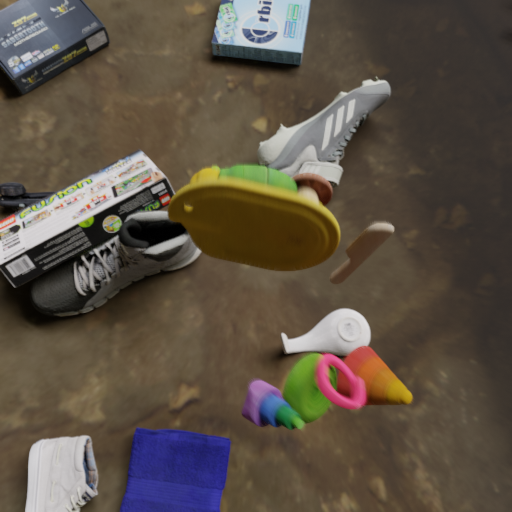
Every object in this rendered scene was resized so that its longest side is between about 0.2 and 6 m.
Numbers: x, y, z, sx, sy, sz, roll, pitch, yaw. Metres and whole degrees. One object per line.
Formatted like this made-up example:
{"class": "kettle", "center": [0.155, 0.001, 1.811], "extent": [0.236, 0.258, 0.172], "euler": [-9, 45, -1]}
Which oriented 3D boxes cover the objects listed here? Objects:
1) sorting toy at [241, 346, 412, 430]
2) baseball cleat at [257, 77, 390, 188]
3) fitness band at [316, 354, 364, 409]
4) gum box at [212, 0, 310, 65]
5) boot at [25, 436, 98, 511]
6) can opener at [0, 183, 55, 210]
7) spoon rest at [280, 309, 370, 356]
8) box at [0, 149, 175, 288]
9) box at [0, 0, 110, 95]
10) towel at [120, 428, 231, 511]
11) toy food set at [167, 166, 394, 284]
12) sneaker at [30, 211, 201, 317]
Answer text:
{"class": "sorting toy", "center": [1.012, 1.692, 6.679], "extent": [0.863, 2.507, 0.869], "euler": [17, 102, 45]}
{"class": "baseball cleat", "center": [1.589, -2.277, 11.271], "extent": [3.079, 1.074, 1.639], "euler": [-30, 79, -2]}
{"class": "fitness band", "center": [0.953, 1.445, 6.410], "extent": [0.587, 0.817, 0.153], "euler": [31, 112, -6]}
{"class": "gum box", "center": [0.134, -5.199, 12.602], "extent": [1.997, 0.445, 1.697], "euler": [8, 69, 3]}
{"class": "boot", "center": [-3.033, 3.921, 8.872], "extent": [0.990, 0.762, 2.071], "euler": [-10, 68, 3]}
{"class": "can opener", "center": [-4.398, -1.115, 11.043], "extent": [1.343, 0.528, 0.426], "euler": [5, 60, -8]}
{"class": "spoon rest", "center": [1.234, 1.446, 10.061], "extent": [1.743, 0.528, 0.866], "euler": [-8, 70, -17]}
{"class": "box", "center": [-3.207, -0.797, 10.353], "extent": [3.180, 0.552, 1.750], "euler": [-30, 36, -11]}
{"class": "box", "center": [-4.732, -4.894, 12.397], "extent": [2.335, 0.596, 1.842], "euler": [-36, 72, -13]}
{"class": "towel", "center": [-1.337, 3.977, 9.029], "extent": [1.643, 0.551, 2.225], "euler": [4, 69, 9]}
{"class": "toy food set", "center": [0.229, -0.543, 6.931], "extent": [2.537, 1.492, 0.829], "euler": [14, 55, -7]}
{"class": "sneaker", "center": [-2.528, -0.039, 9.727], "extent": [3.308, 1.911, 1.241], "euler": [-25, 81, -10]}
